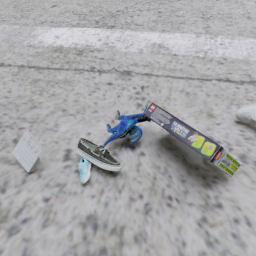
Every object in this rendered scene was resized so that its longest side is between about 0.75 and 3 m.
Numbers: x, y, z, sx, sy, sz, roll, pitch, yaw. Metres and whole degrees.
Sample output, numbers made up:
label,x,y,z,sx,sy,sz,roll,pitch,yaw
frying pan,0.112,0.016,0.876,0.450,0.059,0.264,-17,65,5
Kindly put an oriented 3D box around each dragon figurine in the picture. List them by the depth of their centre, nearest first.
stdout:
label,x,y,z,sx,sy,sz,roll,pitch,yaw
dragon figurine,0.006,0.035,7.708,1.018,0.603,2.048,8,44,31

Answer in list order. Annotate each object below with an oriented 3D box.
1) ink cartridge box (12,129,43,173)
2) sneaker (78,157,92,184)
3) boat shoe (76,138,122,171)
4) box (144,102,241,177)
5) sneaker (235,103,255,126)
label,x,y,z,sx,sy,sz,roll,pitch,yaw
ink cartridge box,-2.478,0.573,7.084,0.728,0.896,0.256,44,19,16
sneaker,-1.136,1.044,6.980,0.304,0.336,0.821,-41,24,19
boat shoe,-0.732,0.666,7.132,1.356,0.432,0.479,24,16,18
box,1.550,0.234,7.035,0.415,1.316,2.392,-54,44,4
sneaker,4.027,-0.251,8.227,1.699,0.649,0.684,6,57,31
